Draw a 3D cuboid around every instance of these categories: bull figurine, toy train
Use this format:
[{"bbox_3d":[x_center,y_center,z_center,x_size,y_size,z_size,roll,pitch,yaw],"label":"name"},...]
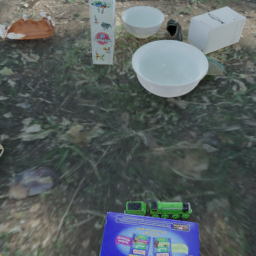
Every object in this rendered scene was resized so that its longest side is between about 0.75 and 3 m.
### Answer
[{"bbox_3d":[-4.709,-4.707,13.101,2.650,0.863,1.609,2,51,2],"label":"bull figurine"},{"bbox_3d":[0.808,2.158,7.444,1.813,0.511,0.378,-1,43,0],"label":"toy train"}]

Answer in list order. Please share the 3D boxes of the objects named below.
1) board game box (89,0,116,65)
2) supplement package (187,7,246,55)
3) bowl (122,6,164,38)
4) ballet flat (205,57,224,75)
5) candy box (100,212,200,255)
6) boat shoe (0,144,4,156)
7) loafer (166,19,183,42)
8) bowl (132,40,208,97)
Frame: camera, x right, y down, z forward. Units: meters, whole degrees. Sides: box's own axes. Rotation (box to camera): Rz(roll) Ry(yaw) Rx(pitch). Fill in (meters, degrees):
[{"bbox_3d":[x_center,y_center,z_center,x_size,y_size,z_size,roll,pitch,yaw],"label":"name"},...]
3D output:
[{"bbox_3d":[-0.993,-4.434,11.520,0.938,2.919,2.153,2,50,0],"label":"board game box"},{"bbox_3d":[3.942,-4.396,12.593,2.136,1.253,1.249,-24,54,-19],"label":"supplement package"},{"bbox_3d":[0.684,-4.878,13.235,1.980,0.890,1.980,0,49,0],"label":"bowl"},{"bbox_3d":[2.614,-2.672,11.554,2.704,0.911,0.861,40,88,29],"label":"ballet flat"},{"bbox_3d":[0.396,3.408,6.167,2.241,1.021,2.650,7,49,4],"label":"candy box"},{"bbox_3d":[-4.696,1.056,8.314,0.707,0.772,2.067,24,53,26],"label":"boat shoe"},{"bbox_3d":[2.122,-4.574,13.035,0.681,0.596,1.896,-25,48,23],"label":"loafer"},{"bbox_3d":[1.526,-2.058,10.629,2.760,1.240,2.760,0,51,0],"label":"bowl"}]
